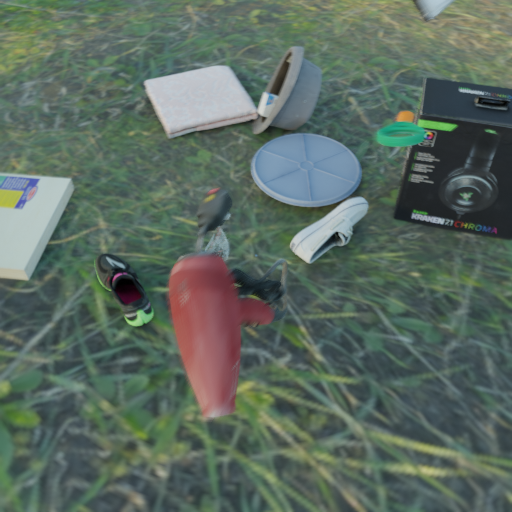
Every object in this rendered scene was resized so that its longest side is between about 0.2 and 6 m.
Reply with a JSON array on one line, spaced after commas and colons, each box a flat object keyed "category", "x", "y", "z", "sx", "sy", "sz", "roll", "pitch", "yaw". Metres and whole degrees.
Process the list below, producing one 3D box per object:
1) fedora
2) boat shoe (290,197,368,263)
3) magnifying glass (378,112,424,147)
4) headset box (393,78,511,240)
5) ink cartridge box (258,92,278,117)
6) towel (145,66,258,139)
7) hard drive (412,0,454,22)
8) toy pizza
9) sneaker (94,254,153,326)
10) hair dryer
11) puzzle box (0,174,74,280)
[{"category": "fedora", "x": 0.897, "y": -3.989, "z": 14.063, "sx": 1.081, "sy": 2.393, "sz": 2.116, "roll": 20, "pitch": 35, "yaw": -15}, {"category": "boat shoe", "x": 1.660, "y": -0.514, "z": 11.653, "sx": 1.997, "sy": 0.718, "sz": 0.656, "roll": -30, "pitch": 60, "yaw": -23}, {"category": "magnifying glass", "x": 2.372, "y": -2.065, "z": 9.065, "sx": 0.689, "sy": 0.194, "sz": 1.731, "roll": 2, "pitch": 28, "yaw": 18}, {"category": "headset box", "x": 4.421, "y": -2.018, "z": 11.452, "sx": 2.598, "sy": 2.984, "sz": 1.384, "roll": 12, "pitch": 49, "yaw": 9}, {"category": "ink cartridge box", "x": 0.506, "y": -3.762, "z": 14.228, "sx": 0.731, "sy": 0.538, "sz": 0.529, "roll": 12, "pitch": 22, "yaw": -18}, {"category": "towel", "x": -1.516, "y": -4.224, "z": 15.161, "sx": 2.501, "sy": 0.422, "sz": 2.619, "roll": -16, "pitch": 49, "yaw": -13}, {"category": "hard drive", "x": 3.144, "y": -5.056, "z": 10.332, "sx": 0.824, "sy": 0.223, "sz": 1.179, "roll": -41, "pitch": 103, "yaw": -16}, {"category": "toy pizza", "x": 1.161, "y": -1.974, "z": 13.151, "sx": 2.568, "sy": 0.407, "sz": 2.568, "roll": 1, "pitch": 49, "yaw": -1}, {"category": "sneaker", "x": -2.516, "y": 0.494, "z": 10.678, "sx": 0.711, "sy": 0.776, "sz": 1.852, "roll": -29, "pitch": 54, "yaw": -24}, {"category": "hair dryer", "x": -0.205, "y": 0.733, "z": 7.810, "sx": 0.869, "sy": 2.437, "sz": 3.199, "roll": -18, "pitch": 37, "yaw": 36}, {"category": "puzzle box", "x": -5.271, "y": -0.715, "z": 12.045, "sx": 1.865, "sy": 0.356, "sz": 2.804, "roll": 5, "pitch": 48, "yaw": 5}]
